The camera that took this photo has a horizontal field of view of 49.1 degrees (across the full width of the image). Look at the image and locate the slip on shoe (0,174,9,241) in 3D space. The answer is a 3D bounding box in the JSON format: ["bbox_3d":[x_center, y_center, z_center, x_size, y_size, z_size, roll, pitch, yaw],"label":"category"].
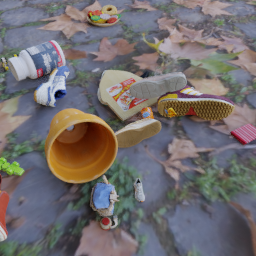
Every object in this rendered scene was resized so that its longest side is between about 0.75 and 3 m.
[{"bbox_3d":[-3.768,2.131,8.009,0.726,0.879,2.374,-18,42,-24],"label":"slip on shoe"}]

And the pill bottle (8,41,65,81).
[{"bbox_3d":[-4.194,-3.037,12.883,2.260,1.351,1.351,-30,52,-25],"label":"pill bottle"}]

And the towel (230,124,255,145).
[{"bbox_3d":[4.432,0.216,10.438,1.033,0.116,0.747,-20,46,-22],"label":"towel"}]

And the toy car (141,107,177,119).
[{"bbox_3d":[1.096,-0.690,10.666,1.464,0.487,0.718,-15,43,29],"label":"toy car"}]

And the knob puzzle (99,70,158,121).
[{"bbox_3d":[-0.185,-1.520,11.755,2.603,0.361,2.603,8,56,-11],"label":"knob puzzle"}]

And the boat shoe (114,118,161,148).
[{"bbox_3d":[0.237,0.143,10.181,1.938,0.715,0.671,-17,27,-18],"label":"boat shoe"}]

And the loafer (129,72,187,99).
[{"bbox_3d":[1.153,-1.697,10.961,2.223,0.799,0.699,-10,33,11],"label":"loafer"}]

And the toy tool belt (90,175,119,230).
[{"bbox_3d":[-0.671,2.100,7.993,0.848,0.835,1.358,-3,44,-3],"label":"toy tool belt"}]

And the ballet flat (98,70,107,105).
[{"bbox_3d":[-0.974,-1.825,12.140,0.691,0.691,1.990,-1,45,-1],"label":"ballet flat"}]

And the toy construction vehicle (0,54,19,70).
[{"bbox_3d":[-5.742,-3.215,13.825,0.914,0.370,1.050,-16,48,-31],"label":"toy construction vehicle"}]

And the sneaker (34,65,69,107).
[{"bbox_3d":[-3.003,-1.748,12.058,1.036,0.885,2.351,23,54,5],"label":"sneaker"}]

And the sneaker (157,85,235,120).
[{"bbox_3d":[2.671,-1.152,11.129,2.978,1.116,1.342,5,47,3],"label":"sneaker"}]

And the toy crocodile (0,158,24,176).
[{"bbox_3d":[-3.966,1.299,9.199,1.197,0.370,0.404,16,46,9],"label":"toy crocodile"}]

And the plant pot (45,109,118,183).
[{"bbox_3d":[-1.688,0.345,9.090,2.155,2.155,1.973,-18,31,-17],"label":"plant pot"}]

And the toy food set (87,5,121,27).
[{"bbox_3d":[-1.509,-6.943,17.382,2.096,0.510,2.075,-13,50,-15],"label":"toy food set"}]

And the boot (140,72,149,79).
[{"bbox_3d":[0.463,-2.360,12.870,0.822,0.374,0.978,20,54,14],"label":"boot"}]

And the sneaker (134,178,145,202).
[{"bbox_3d":[0.331,1.881,8.568,0.288,0.350,0.760,-9,45,-8],"label":"sneaker"}]
